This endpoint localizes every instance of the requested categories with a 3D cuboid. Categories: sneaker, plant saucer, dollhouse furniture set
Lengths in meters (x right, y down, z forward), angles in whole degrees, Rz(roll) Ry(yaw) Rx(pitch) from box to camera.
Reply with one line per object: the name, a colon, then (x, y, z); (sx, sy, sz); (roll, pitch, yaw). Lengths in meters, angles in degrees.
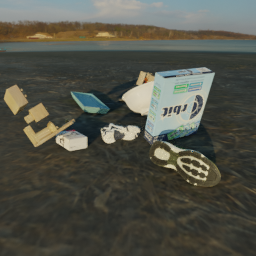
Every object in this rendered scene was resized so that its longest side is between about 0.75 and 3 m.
sneaker: (-0.269, 0.061, 8.082); (1.116, 0.446, 0.726); (-17, 32, -17)
plant saucer: (-1.622, -1.058, 11.416); (1.005, 0.273, 2.876); (4, 17, -22)
sneaker: (1.313, 0.714, 6.112); (0.761, 0.660, 1.717); (6, 15, -46)
dollhouse furniture set: (-2.032, -0.455, 6.695); (1.118, 1.373, 1.305); (-36, 10, -26)
dollhouse furniture set: (1.314, -1.638, 11.571); (1.590, 0.828, 1.607); (30, 18, 29)

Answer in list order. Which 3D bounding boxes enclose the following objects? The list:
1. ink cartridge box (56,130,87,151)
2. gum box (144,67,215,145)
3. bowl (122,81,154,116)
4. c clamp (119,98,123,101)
ink cartridge box: (-1.510, 0.316, 7.511); (0.549, 0.315, 0.756); (-9, 20, -39)
gum box: (1.359, -0.599, 7.620); (1.664, 1.959, 0.436); (-12, 37, -28)
bowl: (0.783, -0.978, 9.989); (1.847, 0.830, 1.847); (-17, -9, -3)
c clamp: (0.454, -1.396, 12.204); (1.636, 0.222, 1.398); (-6, 13, 38)
